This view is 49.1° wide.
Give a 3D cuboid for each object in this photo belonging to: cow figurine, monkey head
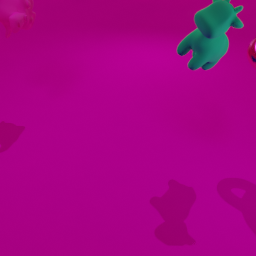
[{"bbox_3d":[1.698,-1.839,5.569,1.510,1.485,0.829,-11,64,-50],"label":"cow figurine"},{"bbox_3d":[-3.294,-3.201,7.801,1.111,1.843,1.326,9,49,2],"label":"monkey head"}]

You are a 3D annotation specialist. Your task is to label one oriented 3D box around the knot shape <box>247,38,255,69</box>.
[{"bbox_3d":[3.505,-1.491,5.503,0.962,1.949,2.083,6,63,-29],"label":"knot shape"}]
